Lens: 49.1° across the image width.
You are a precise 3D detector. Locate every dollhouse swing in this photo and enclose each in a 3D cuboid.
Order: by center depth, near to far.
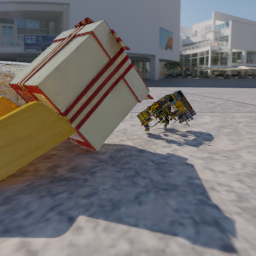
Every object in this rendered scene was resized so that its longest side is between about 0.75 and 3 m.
[{"bbox_3d":[-2.405,-0.435,4.436,2.014,1.948,2.216,-35,25,-27],"label":"dollhouse swing"}]

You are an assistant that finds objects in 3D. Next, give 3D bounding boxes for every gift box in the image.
[{"bbox_3d":[-0.835,-0.914,6.079,2.287,2.110,2.136,16,60,47],"label":"gift box"}]

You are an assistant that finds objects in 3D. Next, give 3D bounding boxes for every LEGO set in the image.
[{"bbox_3d":[1.162,-0.307,7.879,1.349,1.017,1.755,-34,-5,22],"label":"LEGO set"}]

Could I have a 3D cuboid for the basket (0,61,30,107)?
[{"bbox_3d":[-3.511,-0.753,7.286,2.693,1.825,1.661,6,17,12],"label":"basket"}]
